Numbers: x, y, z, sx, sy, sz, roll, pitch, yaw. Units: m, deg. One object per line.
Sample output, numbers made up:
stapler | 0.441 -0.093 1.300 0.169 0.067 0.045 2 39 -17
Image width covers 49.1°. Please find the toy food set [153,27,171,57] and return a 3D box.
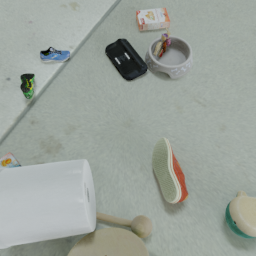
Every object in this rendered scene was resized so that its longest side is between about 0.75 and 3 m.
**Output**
toy food set | 1.543 -3.555 11.932 0.202 0.815 1.282 23 91 30

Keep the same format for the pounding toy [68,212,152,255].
pounding toy | -0.438 3.886 7.846 2.282 1.372 2.957 -1 31 12

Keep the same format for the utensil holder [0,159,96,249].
utensil holder | -2.366 2.094 8.041 2.622 2.229 2.229 -8 61 -1

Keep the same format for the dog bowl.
dog bowl | 1.767 -3.091 11.934 2.087 0.612 2.087 0 60 0

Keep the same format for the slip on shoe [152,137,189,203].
slip on shoe | 1.404 1.390 9.406 0.736 0.890 2.404 18 43 -35

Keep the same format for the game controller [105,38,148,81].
game controller | -0.105 -2.983 12.043 1.141 0.461 2.187 -33 64 -1

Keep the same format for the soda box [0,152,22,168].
soda box | -4.471 1.711 9.230 1.977 0.629 0.676 -38 68 -18

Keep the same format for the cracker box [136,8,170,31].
cracker box | 1.161 -5.125 13.174 1.442 0.416 0.966 -9 61 -4

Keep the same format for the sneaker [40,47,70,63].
sneaker | -3.132 -3.160 11.987 1.297 0.578 0.509 -8 61 -5

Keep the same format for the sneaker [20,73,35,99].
sneaker | -4.014 -1.709 11.207 0.555 0.606 1.423 -3 45 -7

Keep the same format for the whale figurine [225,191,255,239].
whale figurine | 3.805 2.676 8.666 1.877 0.974 1.493 -11 57 -34
